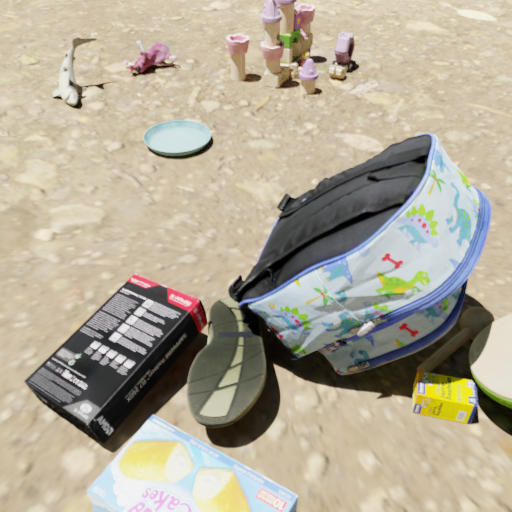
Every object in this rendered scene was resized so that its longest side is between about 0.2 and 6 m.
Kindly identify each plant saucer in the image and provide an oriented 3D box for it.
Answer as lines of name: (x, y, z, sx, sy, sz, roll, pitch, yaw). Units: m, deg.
plant saucer: (-1.797, -2.669, 12.809, 1.527, 0.209, 1.527, 0, 41, 0)

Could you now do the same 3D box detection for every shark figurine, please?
shark figurine: (-4.751, -4.744, 14.729, 1.184, 1.982, 0.827, -3, -11, 42)

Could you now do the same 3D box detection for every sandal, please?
sandal: (-0.310, 1.426, 7.640, 0.964, 0.692, 2.427, 4, 29, 5)

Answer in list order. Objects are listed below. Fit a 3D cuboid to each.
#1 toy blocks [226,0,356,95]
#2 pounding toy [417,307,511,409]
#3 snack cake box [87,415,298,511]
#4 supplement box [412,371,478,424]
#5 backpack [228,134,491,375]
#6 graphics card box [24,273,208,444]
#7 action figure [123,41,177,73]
toy blocks: (1.034, -6.167, 15.177, 2.958, 2.490, 2.764, 18, 43, 21)
pounding toy: (3.558, 1.580, 7.375, 2.222, 1.031, 1.715, 7, 40, 48)
snack cake box: (-0.676, 2.728, 6.054, 1.970, 0.662, 1.133, 21, 43, 23)
supplement box: (2.446, 1.842, 7.300, 0.752, 0.412, 0.409, 9, 41, 11)
backpack: (1.578, -0.035, 7.473, 2.191, 2.981, 2.728, 44, 45, -15)
graphics card box: (-1.819, 1.272, 7.508, 1.349, 0.547, 2.151, 18, 51, 32)
action figure: (-3.137, -5.544, 16.032, 1.035, 0.931, 1.391, 45, 59, -11)
